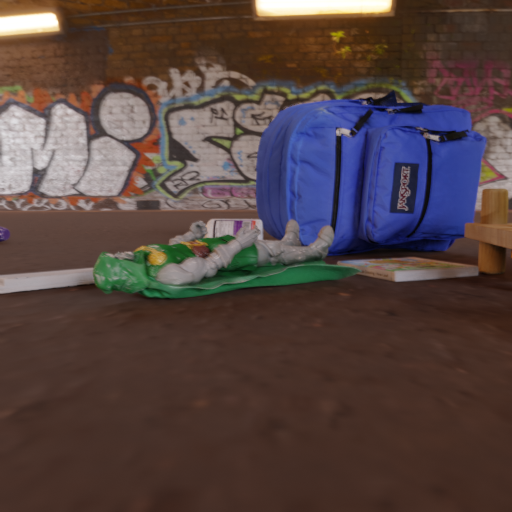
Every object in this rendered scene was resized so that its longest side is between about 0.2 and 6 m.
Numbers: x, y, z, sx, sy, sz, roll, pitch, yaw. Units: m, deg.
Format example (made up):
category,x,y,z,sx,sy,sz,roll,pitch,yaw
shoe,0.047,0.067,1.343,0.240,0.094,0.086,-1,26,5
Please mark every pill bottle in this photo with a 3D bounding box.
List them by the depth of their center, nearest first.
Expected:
category,x,y,z,sx,sy,sz,roll,pitch,yaw
pill bottle,-0.432,-0.258,8.290,1.034,0.576,0.576,1,6,4

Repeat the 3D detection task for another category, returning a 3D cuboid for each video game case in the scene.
category,x,y,z,sx,sy,sz,roll,pitch,yaw
video game case,1.736,0.142,6.520,1.196,0.132,1.089,-3,6,-25

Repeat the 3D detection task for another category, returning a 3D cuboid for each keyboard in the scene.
category,x,y,z,sx,sy,sz,roll,pitch,yaw
keyboard,-1.490,0.183,6.304,2.997,0.160,0.844,-5,2,-41

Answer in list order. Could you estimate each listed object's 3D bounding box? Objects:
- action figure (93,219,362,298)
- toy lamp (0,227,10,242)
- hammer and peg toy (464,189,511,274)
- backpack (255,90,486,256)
category,x,y,z,sx,sy,sz,roll,pitch,yaw
action figure,-0.355,0.022,5.385,2.545,0.696,1.504,-10,14,-41
toy lamp,-5.559,-0.436,11.293,1.282,0.373,0.373,-1,5,17
hammer and peg toy,3.804,-0.214,5.567,2.901,1.023,2.134,1,6,7
backpack,1.685,-1.284,8.723,3.150,2.560,2.643,-1,8,-17
